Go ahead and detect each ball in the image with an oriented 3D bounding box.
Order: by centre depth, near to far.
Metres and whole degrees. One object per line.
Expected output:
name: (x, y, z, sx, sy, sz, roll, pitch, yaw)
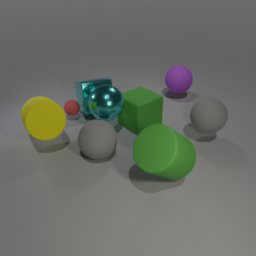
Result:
ball: (-1.075, 0.412, 9.955, 1.400, 1.400, 1.400, 0, 31, 0)
ball: (3.104, -0.483, 10.788, 1.400, 1.400, 1.400, 0, 31, 0)
ball: (-0.826, -0.967, 10.826, 1.400, 1.400, 1.400, 0, 31, 0)
ball: (-2.482, -0.903, 12.406, 0.700, 0.700, 0.700, 0, 31, 0)
ball: (2.602, -2.486, 14.338, 1.400, 1.400, 1.400, 0, 31, 0)

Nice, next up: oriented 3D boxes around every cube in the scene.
cube: (0.512, -0.762, 11.946, 1.400, 1.400, 1.400, -24, 39, -32)
cube: (-1.532, -1.502, 12.851, 1.400, 1.400, 1.400, -13, 14, -20)

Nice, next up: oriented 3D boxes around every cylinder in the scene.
cylinder: (1.084, 0.724, 8.167, 1.400, 1.400, 1.400, 29, 2, 38)
cylinder: (-3.099, -0.381, 10.205, 1.400, 1.400, 1.400, -14, 18, -22)
